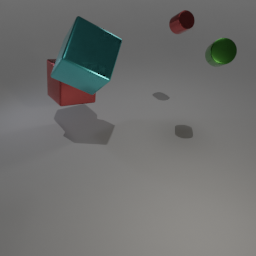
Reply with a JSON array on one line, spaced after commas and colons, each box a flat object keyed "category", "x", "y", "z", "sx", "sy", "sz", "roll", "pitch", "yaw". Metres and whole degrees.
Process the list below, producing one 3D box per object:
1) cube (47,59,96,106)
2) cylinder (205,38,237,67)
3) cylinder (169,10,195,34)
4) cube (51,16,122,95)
[{"category": "cube", "x": -2.103, "y": -1.738, "z": 10.395, "sx": 1.400, "sy": 1.400, "sz": 1.400, "roll": -10, "pitch": 28, "yaw": -32}, {"category": "cylinder", "x": 2.574, "y": -2.094, "z": 7.812, "sx": 0.700, "sy": 0.700, "sz": 0.700, "roll": 2, "pitch": 7, "yaw": 3}, {"category": "cylinder", "x": 2.025, "y": -3.976, "z": 10.565, "sx": 0.700, "sy": 0.700, "sz": 0.700, "roll": -13, "pitch": 8, "yaw": -21}, {"category": "cube", "x": -1.213, "y": -2.001, "z": 8.064, "sx": 1.400, "sy": 1.400, "sz": 1.400, "roll": 22, "pitch": -19, "yaw": -22}]
